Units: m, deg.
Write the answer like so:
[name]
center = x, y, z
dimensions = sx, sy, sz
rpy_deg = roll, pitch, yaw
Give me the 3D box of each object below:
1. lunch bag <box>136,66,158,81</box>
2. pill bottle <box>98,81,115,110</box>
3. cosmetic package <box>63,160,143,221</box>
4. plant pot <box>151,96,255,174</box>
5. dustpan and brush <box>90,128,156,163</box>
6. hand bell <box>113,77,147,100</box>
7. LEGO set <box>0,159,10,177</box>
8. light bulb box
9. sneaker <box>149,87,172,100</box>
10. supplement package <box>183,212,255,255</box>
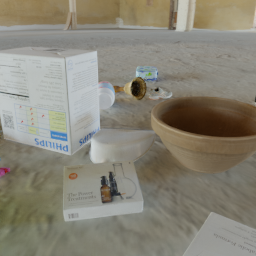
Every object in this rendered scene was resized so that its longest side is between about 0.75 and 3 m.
[lunch bag]
center = 1.005, -2.901, 14.805
dimensions = 1.149, 0.589, 1.430
rpy_deg = 0, 23, 3
[pill bottle]
center = -0.911, -1.237, 10.737
dimensions = 0.801, 0.801, 1.473
rpy_deg = -1, 23, -3
[cosmetic package]
center = -0.517, 1.177, 5.481
dimensions = 1.450, 0.375, 1.093
rpy_deg = -4, 37, -9
[plant pot]
center = 1.939, 0.223, 6.818
dimensions = 2.774, 1.280, 2.774
rpy_deg = 0, 23, 0
[dustpan and brush]
center = -0.426, 0.669, 6.783
dimensions = 1.705, 0.699, 2.442
rpy_deg = 3, 16, 22
[hand bell]
center = -0.191, -1.698, 12.063
dimensions = 1.835, 0.955, 0.955
rpy_deg = 8, 22, 45
[LEGO set]
center = -3.326, 0.891, 6.401
dimensions = 1.048, 0.400, 0.430
rpy_deg = 2, 23, 8
[light bulb box]
center = -2.198, -0.872, 7.790
dimensions = 2.469, 2.491, 1.555
rpy_deg = 11, 24, 23
[sneaker]
center = 1.398, -1.491, 11.716
dimensions = 1.067, 0.491, 0.404
rpy_deg = -11, 27, -24
[supplement package]
center = 1.012, 2.002, 3.082
dimensions = 1.044, 1.005, 1.836
rpy_deg = 16, 29, 32
